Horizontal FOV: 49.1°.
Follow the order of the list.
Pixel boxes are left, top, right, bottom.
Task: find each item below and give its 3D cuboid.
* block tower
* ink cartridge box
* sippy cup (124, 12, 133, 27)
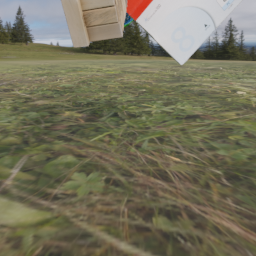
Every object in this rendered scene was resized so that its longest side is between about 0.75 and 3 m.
[{"bbox_3d":[-0.425,-2.255,4.815,0.759,0.709,2.625,-5,38,9],"label":"block tower"},{"bbox_3d":[1.007,-2.908,6.063,2.472,1.979,0.584,35,17,-28],"label":"ink cartridge box"},{"bbox_3d":[-0.201,-4.350,9.464,1.877,1.474,1.375,-24,2,-22],"label":"sippy cup"}]
